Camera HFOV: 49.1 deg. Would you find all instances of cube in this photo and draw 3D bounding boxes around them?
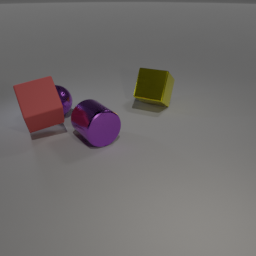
[{"bbox_3d":[1.243,-1.881,13.103,1.400,1.400,1.400,12,-2,22],"label":"cube"},{"bbox_3d":[-3.314,-0.873,10.578,1.400,1.400,1.400,-19,72,-17],"label":"cube"}]

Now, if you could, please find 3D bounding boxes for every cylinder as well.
[{"bbox_3d":[-1.204,-0.205,10.411,1.400,1.400,1.400,-18,32,-30],"label":"cylinder"}]

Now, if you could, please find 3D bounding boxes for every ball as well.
[{"bbox_3d":[-3.147,-1.178,12.281,1.400,1.400,1.400,0,28,0],"label":"ball"}]
